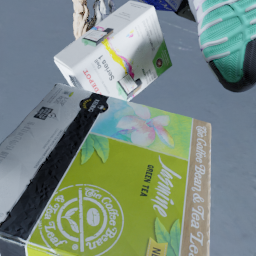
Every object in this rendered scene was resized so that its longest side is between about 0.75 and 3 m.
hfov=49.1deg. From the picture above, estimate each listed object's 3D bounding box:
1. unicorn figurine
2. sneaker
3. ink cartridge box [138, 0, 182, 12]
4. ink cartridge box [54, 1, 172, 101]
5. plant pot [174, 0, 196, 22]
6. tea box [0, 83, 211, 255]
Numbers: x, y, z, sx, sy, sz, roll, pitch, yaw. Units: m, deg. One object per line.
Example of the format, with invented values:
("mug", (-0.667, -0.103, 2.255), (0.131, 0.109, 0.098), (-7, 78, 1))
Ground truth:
("unicorn figurine", (-0.424, -2.071, 5.521), (0.821, 1.528, 2.224), (11, 29, 36))
("sneaker", (1.649, -1.909, 4.883), (1.049, 1.234, 2.819), (-15, 81, 13))
("ink cartridge box", (0.107, -2.810, 4.994), (0.901, 1.918, 0.424), (32, 97, 48))
("ink cartridge box", (-0.189, -1.103, 4.684), (1.640, 1.188, 0.689), (-40, 45, -11))
("plant pot", (1.777, -4.176, 7.079), (2.550, 2.544, 2.262), (-17, 79, -54))
("tea box", (-0.332, 0.894, 3.563), (2.372, 1.611, 2.411), (15, 39, 4))
